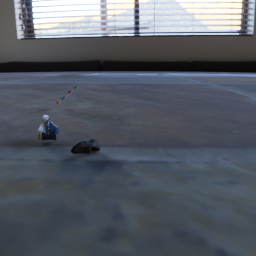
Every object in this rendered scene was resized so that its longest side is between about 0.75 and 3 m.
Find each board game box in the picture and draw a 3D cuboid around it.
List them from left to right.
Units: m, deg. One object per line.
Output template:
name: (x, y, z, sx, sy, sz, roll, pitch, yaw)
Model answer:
board game box: (-2.679, -1.433, 12.232, 0.934, 0.121, 0.934, -49, 16, -27)

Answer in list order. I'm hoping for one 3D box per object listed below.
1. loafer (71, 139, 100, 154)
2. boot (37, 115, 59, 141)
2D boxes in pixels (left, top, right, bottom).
loafer: (-0.931, 0.458, 6.295, 0.780, 0.284, 0.282, -17, 56, -48)
boot: (-2.106, 0.011, 7.582, 0.496, 0.400, 1.099, 4, 32, -9)
